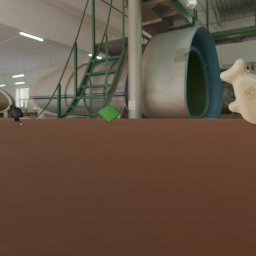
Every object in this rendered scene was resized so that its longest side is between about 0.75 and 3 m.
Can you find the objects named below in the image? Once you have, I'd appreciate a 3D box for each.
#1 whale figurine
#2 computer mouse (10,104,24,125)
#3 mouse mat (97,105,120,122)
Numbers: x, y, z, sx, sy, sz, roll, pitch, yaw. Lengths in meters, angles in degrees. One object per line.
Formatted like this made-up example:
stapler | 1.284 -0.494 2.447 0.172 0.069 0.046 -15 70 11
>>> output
whale figurine | 3.990 -1.198 8.944 1.784 2.243 1.164 -44 3 32
computer mouse | -3.037 -0.310 7.646 0.194 0.592 0.843 -29 28 -30
mouse mat | -0.787 -0.612 11.534 0.836 0.673 0.031 -37 -16 -44
